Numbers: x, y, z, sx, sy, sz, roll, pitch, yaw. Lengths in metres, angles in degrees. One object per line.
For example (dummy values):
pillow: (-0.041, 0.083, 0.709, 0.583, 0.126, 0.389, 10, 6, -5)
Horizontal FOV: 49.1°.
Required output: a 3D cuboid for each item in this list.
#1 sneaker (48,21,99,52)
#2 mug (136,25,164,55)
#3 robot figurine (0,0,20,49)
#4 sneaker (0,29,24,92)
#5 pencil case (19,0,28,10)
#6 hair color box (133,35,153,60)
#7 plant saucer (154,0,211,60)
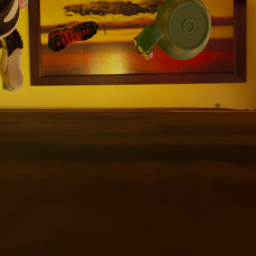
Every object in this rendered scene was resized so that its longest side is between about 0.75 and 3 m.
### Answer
sneaker: (-2.084, -3.529, 10.355, 1.997, 0.706, 0.976, -26, 46, -9)
mug: (0.534, -2.469, 7.777, 0.813, 0.503, 0.668, -45, 6, -2)
robot figurine: (-1.766, -1.566, 3.431, 0.793, 0.954, 1.270, 28, -7, -18)
sneaker: (-4.254, -2.477, 10.020, 0.864, 2.383, 0.856, -5, -5, 27)
pencil case: (-3.584, -4.134, 8.905, 0.631, 0.579, 1.392, 35, 5, -39)
hair color box: (0.648, -3.395, 11.827, 0.317, 0.979, 0.535, -34, -13, 0)
plant saucer: (2.015, -3.498, 9.682, 2.232, 2.232, 0.401, -1, 14, -19)
